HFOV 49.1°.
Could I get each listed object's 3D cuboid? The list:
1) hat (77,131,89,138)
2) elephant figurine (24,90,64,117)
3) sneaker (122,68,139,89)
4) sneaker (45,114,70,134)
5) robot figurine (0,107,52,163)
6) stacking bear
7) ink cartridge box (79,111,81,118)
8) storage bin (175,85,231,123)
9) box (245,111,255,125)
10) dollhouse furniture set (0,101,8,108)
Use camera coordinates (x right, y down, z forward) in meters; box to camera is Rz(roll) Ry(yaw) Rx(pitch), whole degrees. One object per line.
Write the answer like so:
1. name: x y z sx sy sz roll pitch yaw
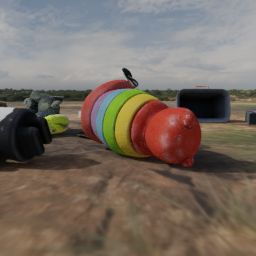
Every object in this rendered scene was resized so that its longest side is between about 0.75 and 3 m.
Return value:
1. hat: -0.563 -0.188 9.078 2.201 0.888 2.201 -1 6 0
2. elephant figurine: -2.844 -0.734 10.246 1.376 1.255 1.774 38 10 14
3. sneaker: -0.036 -2.158 12.616 0.398 1.054 0.607 -39 4 -36
4. sneaker: -2.884 0.001 9.010 1.923 0.728 1.010 -2 -10 -22
5. robot figurine: -2.461 0.115 5.583 1.770 1.105 1.330 2 -4 13
6. stacking bear: 0.330 -0.059 6.002 1.586 1.693 2.788 -11 19 -38
7. ink cartridge box: -2.294 -0.780 15.981 0.853 0.356 0.619 4 8 30
8. storage bin: 3.453 -1.112 13.830 2.536 1.845 1.703 -1 -3 -5
9. box: 5.946 -0.467 12.744 0.991 0.554 1.404 -1 7 16
10. dollhouse furniture set: -6.042 -0.192 11.577 1.927 1.103 2.260 6 32 -23
